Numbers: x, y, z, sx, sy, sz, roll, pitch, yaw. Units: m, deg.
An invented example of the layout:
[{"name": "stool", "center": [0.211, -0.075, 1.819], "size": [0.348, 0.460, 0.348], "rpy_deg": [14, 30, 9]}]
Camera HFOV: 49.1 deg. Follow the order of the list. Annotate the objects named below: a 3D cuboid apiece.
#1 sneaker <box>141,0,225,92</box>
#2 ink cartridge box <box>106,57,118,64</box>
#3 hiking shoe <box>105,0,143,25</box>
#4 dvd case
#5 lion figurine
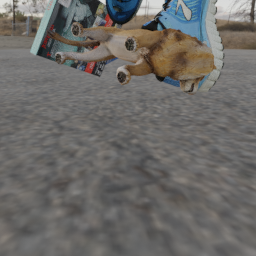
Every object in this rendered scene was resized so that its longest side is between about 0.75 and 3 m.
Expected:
[{"name": "sneaker", "center": [0.919, -2.133, 5.318], "size": [1.330, 2.957, 1.159], "rpy_deg": [0, -19, -8]}, {"name": "ink cartridge box", "center": [-0.943, -2.966, 10.469], "size": [1.584, 0.605, 1.081], "rpy_deg": [-28, 68, -10]}, {"name": "hiking shoe", "center": [-0.091, -1.800, 3.063], "size": [0.551, 1.480, 0.642], "rpy_deg": [24, 48, 11]}, {"name": "dvd case", "center": [-1.215, -2.552, 7.598], "size": [0.294, 1.948, 2.669], "rpy_deg": [31, 13, 25]}, {"name": "lion figurine", "center": [0.034, -1.155, 4.058], "size": [2.296, 0.832, 1.406], "rpy_deg": [31, 37, 29]}]
